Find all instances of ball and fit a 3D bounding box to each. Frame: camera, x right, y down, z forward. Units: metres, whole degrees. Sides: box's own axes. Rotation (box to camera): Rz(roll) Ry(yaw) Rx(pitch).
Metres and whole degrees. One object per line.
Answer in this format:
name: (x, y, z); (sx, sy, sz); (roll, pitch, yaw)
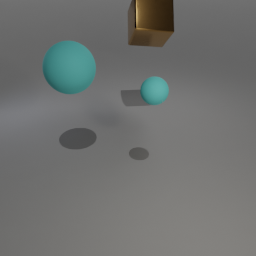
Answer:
ball: (0.650, -0.912, 6.892); (0.700, 0.700, 0.700); (0, 29, 0)
ball: (-1.566, -1.608, 7.505); (1.400, 1.400, 1.400); (0, 29, 0)

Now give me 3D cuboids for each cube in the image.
cube: (0.797, -3.933, 10.308); (1.400, 1.400, 1.400); (0, -6, -11)
